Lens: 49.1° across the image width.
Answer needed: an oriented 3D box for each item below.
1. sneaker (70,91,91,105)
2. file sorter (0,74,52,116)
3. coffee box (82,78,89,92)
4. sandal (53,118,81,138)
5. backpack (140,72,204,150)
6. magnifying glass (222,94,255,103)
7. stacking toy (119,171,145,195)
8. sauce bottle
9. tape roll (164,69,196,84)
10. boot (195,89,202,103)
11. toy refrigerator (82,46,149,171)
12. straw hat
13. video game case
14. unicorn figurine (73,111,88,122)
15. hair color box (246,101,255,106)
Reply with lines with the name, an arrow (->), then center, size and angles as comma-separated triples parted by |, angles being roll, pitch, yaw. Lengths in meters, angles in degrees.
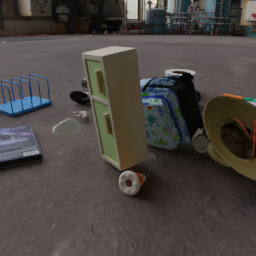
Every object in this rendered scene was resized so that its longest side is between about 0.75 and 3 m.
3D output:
sneaker -> -1.876, -1.442, 13.179 | 1.598, 0.603, 0.920 | 9, 15, 1
file sorter -> -4.682, -1.518, 12.293 | 1.445, 1.278, 2.083 | 15, 28, 32
coffee box -> -1.999, -2.256, 14.864 | 0.421, 0.597, 1.056 | -18, 30, -38
sandal -> -1.956, 0.012, 8.725 | 0.331, 0.548, 1.347 | -21, -2, 23
backpack -> 0.927, -0.514, 8.923 | 2.338, 2.139, 1.718 | 10, 44, 46
magnifying glass -> 5.641, -1.276, 13.018 | 2.471, 0.277, 0.984 | 15, 28, 33
stacking toy -> 0.190, 1.293, 6.893 | 0.574, 0.574, 0.786 | 13, 8, 28
sauce bottle -> 3.008, 0.086, 9.095 | 0.907, 0.907, 2.747 | 19, 32, 37
tape roll -> 2.667, -2.373, 14.522 | 1.572, 1.079, 1.572 | 0, 23, 0
boot -> 1.967, -1.498, 12.893 | 2.472, 0.895, 1.783 | 1, 8, -17
toy refrigerator -> -0.330, -0.496, 7.300 | 1.046, 2.990, 1.135 | -21, 27, -28
straw hat -> 2.876, 0.477, 7.579 | 2.721, 1.152, 2.721 | 13, 54, -18
video game case -> -3.838, 0.537, 8.820 | 1.826, 0.242, 2.556 | -10, 24, -23
unicorn figurine -> -1.833, -0.537, 11.101 | 0.616, 0.331, 0.897 | -3, 21, 10
hair color box -> 4.988, -0.639, 11.281 | 0.778, 0.461, 1.423 | 14, 29, 30
